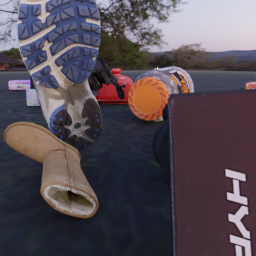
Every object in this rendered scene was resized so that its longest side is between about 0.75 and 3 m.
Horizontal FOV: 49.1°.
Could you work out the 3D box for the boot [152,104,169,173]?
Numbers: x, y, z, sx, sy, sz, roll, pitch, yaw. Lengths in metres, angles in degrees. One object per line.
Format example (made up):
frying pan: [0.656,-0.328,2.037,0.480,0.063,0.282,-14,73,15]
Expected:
boot: [1.100,0.034,4.748,2.491,0.951,2.093,1,15,-25]

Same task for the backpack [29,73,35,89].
backpack: [-2.910,-2.580,12.959,2.750,2.235,2.308,-1,11,-2]

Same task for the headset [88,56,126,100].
headset: [-1.006,-1.083,7.300,1.654,1.258,2.678,-28,0,32]

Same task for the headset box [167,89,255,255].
headset box: [1.606,0.415,1.487,2.702,1.013,2.008,-3,-7,9]

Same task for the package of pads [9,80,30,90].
package of pads: [-5.968,-2.448,15.942,1.455,0.550,0.877,-3,12,-11]

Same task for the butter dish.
butter dish: [-0.468,-1.690,11.148,1.805,1.334,1.800,-1,13,-3]

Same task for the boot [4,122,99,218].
boot: [-0.954,0.422,3.330,1.144,0.432,1.307,24,10,-22]

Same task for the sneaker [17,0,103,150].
sneaker: [-1.144,-1.008,4.312,1.113,2.888,1.230,-18,43,-26]

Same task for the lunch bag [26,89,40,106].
lunch bag: [-3.359,-1.120,10.273,0.752,0.640,0.458,0,9,6]

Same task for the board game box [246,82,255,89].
board game box: [4.838,-1.235,10.317,0.838,0.838,0.838,9,17,34]

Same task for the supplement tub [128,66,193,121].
supplement tub: [0.965,-0.999,8.047,1.397,1.397,2.280,6,19,25]
